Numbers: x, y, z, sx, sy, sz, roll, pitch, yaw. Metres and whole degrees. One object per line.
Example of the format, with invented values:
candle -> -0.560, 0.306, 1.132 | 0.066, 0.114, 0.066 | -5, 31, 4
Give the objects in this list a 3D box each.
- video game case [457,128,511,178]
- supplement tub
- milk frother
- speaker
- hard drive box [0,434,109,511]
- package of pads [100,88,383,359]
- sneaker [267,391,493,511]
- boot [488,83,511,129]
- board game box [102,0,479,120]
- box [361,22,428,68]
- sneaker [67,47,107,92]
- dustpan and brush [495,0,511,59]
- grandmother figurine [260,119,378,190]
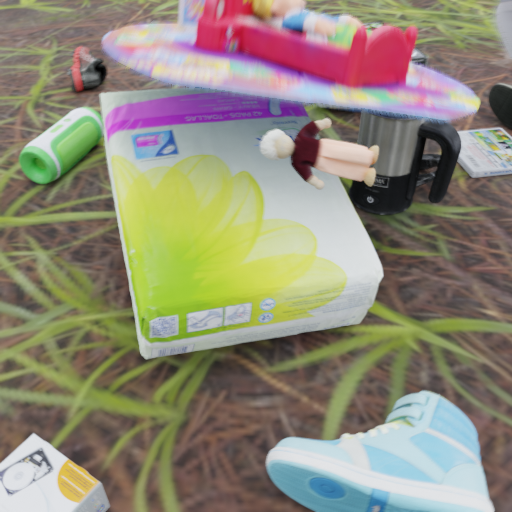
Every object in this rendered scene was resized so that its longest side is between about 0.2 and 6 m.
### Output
video game case -> 4.450, -2.011, 10.791 | 1.372, 0.166, 1.506 | -7, 40, -8
supplement tub -> 2.268, -3.823, 12.016 | 1.850, 1.345, 1.345 | 4, 41, 4
milk frother -> 2.533, -1.880, 9.395 | 1.701, 1.773, 1.884 | 10, 41, 11
speaker -> -3.554, -2.074, 10.389 | 0.794, 0.794, 1.795 | 13, 42, 15
hard drive box -> -2.205, 2.488, 5.244 | 0.991, 0.489, 1.272 | 22, 45, 25
package of pads -> -0.336, -0.691, 7.592 | 3.018, 1.332, 3.907 | -7, 55, -16
sneaker -> 1.242, 1.923, 5.667 | 2.144, 0.853, 1.400 | 15, 44, 3
boot -> 6.017, -3.021, 11.555 | 1.559, 0.745, 2.064 | -22, 51, -27
board game box -> 0.531, -2.836, 6.982 | 4.742, 0.923, 3.747 | 6, 29, -6
box -> 2.396, -5.051, 13.986 | 2.784, 0.661, 2.688 | -8, 38, -9
sneaker -> -3.966, -4.472, 13.339 | 0.848, 0.613, 1.736 | -7, 43, -7
dustpan and brush -> 4.348, -2.803, 8.396 | 0.624, 2.182, 1.523 | -42, 21, 6
grandmother figurine -> 0.409, -0.689, 3.723 | 0.775, 0.235, 0.470 | 8, 78, -7
